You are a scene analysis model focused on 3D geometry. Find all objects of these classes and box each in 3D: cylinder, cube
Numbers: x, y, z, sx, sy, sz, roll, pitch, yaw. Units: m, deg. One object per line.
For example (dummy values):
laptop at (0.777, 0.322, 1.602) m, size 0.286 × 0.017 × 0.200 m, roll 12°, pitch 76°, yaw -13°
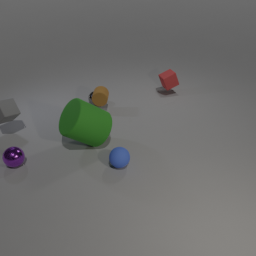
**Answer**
cylinder at (-1.223, -1.415, 12.444) m, size 0.700 × 0.700 × 0.700 m, roll 1°, pitch 32°, yaw 1°
cube at (-4.694, -0.647, 10.704) m, size 0.700 × 0.700 × 0.700 m, roll -30°, pitch -3°, yaw 37°
cube at (2.054, -2.436, 14.102) m, size 0.700 × 0.700 × 0.700 m, roll -27°, pitch 32°, yaw -2°
cylinder at (-1.522, -0.178, 10.045) m, size 1.400 × 1.400 × 1.400 m, roll 24°, pitch 14°, yaw -38°

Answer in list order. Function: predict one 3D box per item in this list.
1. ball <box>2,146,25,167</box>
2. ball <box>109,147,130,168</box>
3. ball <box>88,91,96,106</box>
ball at (-3.826, 0.967, 9.376) m, size 0.700 × 0.700 × 0.700 m, roll 0°, pitch 31°, yaw 0°
ball at (-0.281, 0.974, 9.289) m, size 0.700 × 0.700 × 0.700 m, roll 0°, pitch 31°, yaw 0°
ball at (-1.524, -1.398, 13.237) m, size 0.700 × 0.700 × 0.700 m, roll 0°, pitch 31°, yaw 0°
